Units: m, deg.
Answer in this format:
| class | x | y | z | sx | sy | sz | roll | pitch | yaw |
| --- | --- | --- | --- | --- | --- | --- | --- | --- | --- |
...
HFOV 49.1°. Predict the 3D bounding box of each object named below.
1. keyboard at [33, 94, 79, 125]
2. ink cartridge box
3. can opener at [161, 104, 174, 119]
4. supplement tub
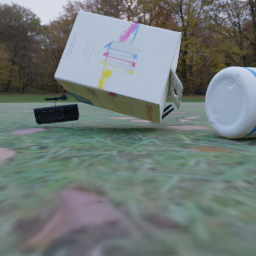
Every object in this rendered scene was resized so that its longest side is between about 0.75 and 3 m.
| class | x | y | z | sx | sy | sz | roll | pitch | yaw |
| --- | --- | --- | --- | --- | --- | --- | --- | --- | --- |
| keyboard | -1.970 | -0.512 | 7.658 | 1.221 | 0.776 | 0.126 | -7 | 15 | 0 |
| ink cartridge box | 0.035 | -1.373 | 6.998 | 2.840 | 1.779 | 1.826 | 16 | -9 | 9 |
| can opener | 1.131 | -0.454 | 8.993 | 0.947 | 0.300 | 0.372 | -31 | 8 | 40 |
| supplement tub | 2.829 | -0.516 | 5.746 | 2.126 | 1.403 | 1.403 | -3 | 7 | -22 |
